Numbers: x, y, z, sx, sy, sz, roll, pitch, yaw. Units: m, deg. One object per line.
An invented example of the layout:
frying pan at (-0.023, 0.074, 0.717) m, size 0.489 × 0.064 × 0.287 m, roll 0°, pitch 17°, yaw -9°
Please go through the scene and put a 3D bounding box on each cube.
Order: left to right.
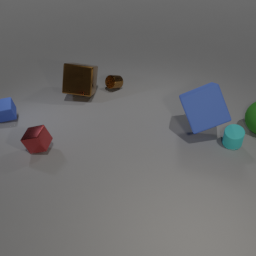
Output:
cube at (-5.177, -0.767, 11.826) m, size 0.700 × 0.700 × 0.700 m, roll -12°, pitch 55°, yaw -7°
cube at (-3.248, 0.405, 10.008) m, size 0.700 × 0.700 × 0.700 m, roll -10°, pitch 38°, yaw 18°
cube at (-2.314, -2.386, 13.668) m, size 1.400 × 1.400 × 1.400 m, roll 8°, pitch 15°, yaw 2°
cube at (2.822, -0.780, 10.458) m, size 1.400 × 1.400 × 1.400 m, roll -21°, pitch 8°, yaw 12°

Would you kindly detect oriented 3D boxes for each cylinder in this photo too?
cylinder at (-0.718, -2.408, 14.628) m, size 0.700 × 0.700 × 0.700 m, roll 23°, pitch 21°, yaw 32°
cylinder at (3.858, 0.337, 10.257) m, size 0.700 × 0.700 × 0.700 m, roll -5°, pitch 50°, yaw 6°

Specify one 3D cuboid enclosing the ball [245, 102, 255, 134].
ball at (5.331, -0.407, 10.975) m, size 1.400 × 1.400 × 1.400 m, roll 0°, pitch 32°, yaw 0°
